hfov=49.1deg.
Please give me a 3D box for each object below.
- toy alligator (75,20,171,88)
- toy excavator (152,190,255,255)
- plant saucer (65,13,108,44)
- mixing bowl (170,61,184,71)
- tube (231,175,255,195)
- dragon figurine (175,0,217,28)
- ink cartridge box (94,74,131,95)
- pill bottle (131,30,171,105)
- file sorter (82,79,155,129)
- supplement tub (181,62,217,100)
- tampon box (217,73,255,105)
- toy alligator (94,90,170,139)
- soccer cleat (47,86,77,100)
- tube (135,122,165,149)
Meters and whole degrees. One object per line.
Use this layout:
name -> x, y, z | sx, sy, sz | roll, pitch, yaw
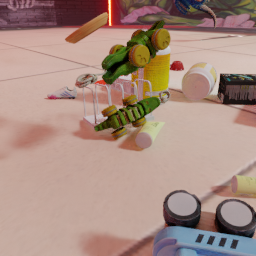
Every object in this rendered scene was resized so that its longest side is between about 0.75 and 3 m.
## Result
toy alligator -> -0.004, -1.479, 6.173 | 2.777, 0.667, 0.920 | -41, 36, -23
toy excavator -> 1.224, 1.946, 3.165 | 2.049, 1.053, 2.108 | 6, 38, 13
plant saucer -> -0.967, -2.363, 6.743 | 1.189, 0.223, 1.189 | -30, 18, 11
mixing bowl -> 2.729, -3.471, 15.540 | 0.817, 0.443, 0.817 | 0, 25, 0
tube -> 2.767, 1.156, 5.465 | 1.415, 0.367, 0.411 | 6, 63, 2
dragon figurine -> 1.321, -2.771, 6.072 | 0.769, 1.546, 0.455 | -23, 21, 39
ink cartridge box -> 0.052, -2.278, 12.649 | 2.316, 0.813, 2.850 | -23, 37, -40
pill bottle -> 0.800, -2.145, 10.045 | 1.380, 2.527, 1.380 | 0, 25, 0
file sorter -> -0.351, -0.785, 8.502 | 1.888, 1.176, 1.310 | -10, 17, -20
supplement tub -> 2.781, -1.826, 10.936 | 1.228, 1.228, 1.689 | 10, 26, 20
tampon box -> 4.239, -1.469, 10.516 | 1.454, 0.918, 1.089 | 2, 24, 5
toy alligator -> 0.274, -0.505, 7.784 | 2.626, 0.870, 0.631 | -30, 14, -21
soccer cleat -> -2.564, -1.399, 10.880 | 1.160, 0.501, 0.405 | -2, 24, -3
tube -> 0.589, 0.061, 7.764 | 0.513, 0.459, 1.769 | 40, 21, 1
